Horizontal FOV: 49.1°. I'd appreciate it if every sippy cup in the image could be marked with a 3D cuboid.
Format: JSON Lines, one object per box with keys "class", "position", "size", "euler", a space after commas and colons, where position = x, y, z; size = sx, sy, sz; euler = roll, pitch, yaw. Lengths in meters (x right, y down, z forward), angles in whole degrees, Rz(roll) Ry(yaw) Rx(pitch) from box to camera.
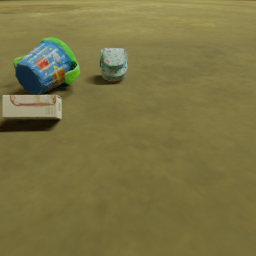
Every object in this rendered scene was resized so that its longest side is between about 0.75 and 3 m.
{"class": "sippy cup", "position": [-2.808, -1.952, 9.359], "size": [2.145, 1.684, 1.572], "euler": [-17, 24, 44]}

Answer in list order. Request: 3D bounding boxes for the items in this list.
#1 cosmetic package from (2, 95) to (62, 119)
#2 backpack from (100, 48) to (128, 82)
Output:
{"class": "cosmetic package", "position": [-2.488, -0.541, 7.368], "size": [1.365, 0.595, 0.705], "euler": [-1, -1, -4]}
{"class": "backpack", "position": [-0.518, -2.341, 10.331], "size": [1.051, 1.184, 0.891], "euler": [1, -14, -5]}
